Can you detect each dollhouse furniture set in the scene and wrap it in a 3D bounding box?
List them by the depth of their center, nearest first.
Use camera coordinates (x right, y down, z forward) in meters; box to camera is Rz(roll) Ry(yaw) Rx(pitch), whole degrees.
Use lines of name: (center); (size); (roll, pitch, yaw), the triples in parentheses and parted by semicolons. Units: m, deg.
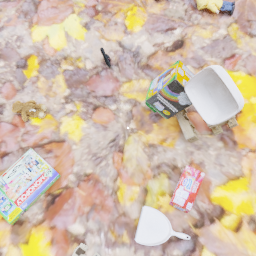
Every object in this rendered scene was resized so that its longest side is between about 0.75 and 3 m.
dollhouse furniture set: (2.791, -0.455, 10.008); (1.882, 1.650, 1.250); (-26, 68, 19)

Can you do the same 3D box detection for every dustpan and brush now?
dustpan and brush: (1.183, 3.325, 9.066); (1.698, 0.486, 1.185); (12, 68, 12)

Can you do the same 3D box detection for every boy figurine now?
boy figurine: (3.977, -5.548, 12.736); (1.689, 0.544, 1.050); (9, 57, 5)

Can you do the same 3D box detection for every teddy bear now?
teddy bear: (-3.783, -0.685, 10.797); (1.277, 0.426, 0.926); (-9, 74, -12)

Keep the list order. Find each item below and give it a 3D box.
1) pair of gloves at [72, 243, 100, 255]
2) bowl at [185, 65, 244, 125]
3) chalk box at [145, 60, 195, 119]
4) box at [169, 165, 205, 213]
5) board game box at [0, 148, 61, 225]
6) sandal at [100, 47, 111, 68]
pair of gloves: (-1.364, 4.144, 8.822); (0.884, 0.155, 0.752); (30, 66, 10)
bowl: (2.505, -0.962, 8.009); (0.579, 1.550, 1.548); (-30, 85, -27)
chalk box: (1.394, -1.180, 9.587); (1.141, 1.828, 1.133); (39, 45, -20)
box: (1.983, 2.056, 9.430); (0.691, 0.662, 1.387); (24, 69, 10)
board game box: (-3.644, 1.959, 9.665); (1.477, 0.319, 2.194); (38, 72, 16)
sandal: (-0.872, -2.934, 11.588); (0.210, 0.329, 0.876); (-28, 103, -19)
